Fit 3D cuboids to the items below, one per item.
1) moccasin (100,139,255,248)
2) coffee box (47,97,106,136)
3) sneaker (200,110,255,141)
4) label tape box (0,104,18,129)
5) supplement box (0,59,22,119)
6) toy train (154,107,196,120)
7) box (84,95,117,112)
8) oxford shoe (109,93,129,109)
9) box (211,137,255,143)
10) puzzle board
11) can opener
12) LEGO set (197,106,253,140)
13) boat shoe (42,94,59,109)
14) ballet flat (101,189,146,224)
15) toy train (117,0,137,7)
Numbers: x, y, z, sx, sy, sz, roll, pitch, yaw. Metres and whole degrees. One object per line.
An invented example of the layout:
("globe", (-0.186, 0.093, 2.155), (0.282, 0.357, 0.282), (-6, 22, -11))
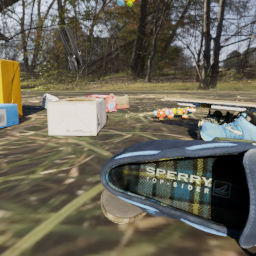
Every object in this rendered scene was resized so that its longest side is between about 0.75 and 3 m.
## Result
("moccasin", (0.983, 0.608, 2.192), (2.620, 1.054, 0.893), (-2, -2, 25))
("coffee box", (-1.450, -0.429, 8.607), (1.338, 0.945, 2.368), (0, 9, 2))
("sneaker", (2.427, 0.034, 5.986), (0.773, 0.887, 1.971), (-7, 12, -36))
("label tape box", (-4.981, -0.369, 8.907), (2.321, 0.767, 1.663), (-1, 8, 6))
("supplement box", (-5.428, -1.396, 10.460), (2.283, 2.252, 1.516), (1, 9, 3))
("toy train", (1.835, -0.527, 10.945), (1.569, 0.436, 1.179), (-2, 10, 9))
("box", (-1.389, -1.236, 13.980), (1.635, 0.780, 0.815), (9, 13, 43))
("oxford shoe", (-1.043, -1.492, 15.363), (2.233, 0.835, 0.787), (0, 9, 1))
("box", (2.183, 0.663, 3.230), (2.863, 0.539, 1.955), (6, 11, 31))
("puzzle board", (2.639, -0.551, 7.124), (2.133, 0.246, 2.831), (0, 7, -38))
("can opener", (-2.012, -2.831, 10.010), (0.552, 1.740, 0.684), (-20, 40, -12))
("LEGO set", (3.033, -0.222, 7.693), (1.927, 0.841, 2.967), (8, 12, 42))
("boat shoe", (-4.031, -1.296, 15.003), (0.719, 0.792, 2.153), (13, 9, -33))
("ballet flat", (0.091, 0.739, 3.540), (0.581, 0.400, 1.724), (21, 19, 8))
("toy train", (0.160, -4.290, 9.372), (0.999, 0.578, 0.423), (18, -23, 14))
